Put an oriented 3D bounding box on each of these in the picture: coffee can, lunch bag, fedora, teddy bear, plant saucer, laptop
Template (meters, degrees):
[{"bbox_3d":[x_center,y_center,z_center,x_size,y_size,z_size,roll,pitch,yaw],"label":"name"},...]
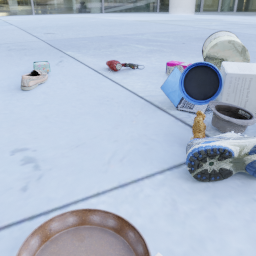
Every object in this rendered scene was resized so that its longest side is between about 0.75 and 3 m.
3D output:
[{"bbox_3d":[4.575,-3.463,13.398,1.955,1.955,2.672,5,27,10],"label":"coffee can"},{"bbox_3d":[-4.390,-3.096,14.238,0.818,0.585,0.960,-9,20,-18],"label":"lunch bag"},{"bbox_3d":[3.067,-0.250,8.520,1.456,0.657,1.288,11,30,-2],"label":"fedora"},{"bbox_3d":[1.904,0.049,7.700,0.384,0.835,1.151,11,71,-4],"label":"teddy bear"},{"bbox_3d":[-0.655,2.074,4.190,2.030,0.350,2.030,4,30,-2],"label":"plant saucer"},{"bbox_3d":[2.201,-1.381,10.078,1.546,0.896,1.448,14,49,28],"label":"laptop"}]

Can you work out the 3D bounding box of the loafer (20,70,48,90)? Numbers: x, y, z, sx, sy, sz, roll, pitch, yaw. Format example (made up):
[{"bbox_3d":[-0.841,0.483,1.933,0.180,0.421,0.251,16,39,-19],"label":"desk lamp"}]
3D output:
[{"bbox_3d":[-4.160,-2.307,12.578,0.747,0.653,2.077,6,28,7],"label":"loafer"}]

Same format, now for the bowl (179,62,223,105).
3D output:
[{"bbox_3d":[2.343,-1.433,9.015,1.383,1.383,0.272,10,19,20],"label":"bowl"}]

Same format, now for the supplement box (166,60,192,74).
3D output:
[{"bbox_3d":[2.529,-2.939,13.895,1.172,0.593,0.606,20,33,34],"label":"supplement box"}]

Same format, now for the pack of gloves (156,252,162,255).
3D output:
[{"bbox_3d":[0.638,2.550,3.503,1.518,0.299,1.275,31,38,24],"label":"pack of gloves"}]

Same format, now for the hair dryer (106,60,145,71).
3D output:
[{"bbox_3d":[-0.282,-3.239,14.809,2.056,0.559,1.566,15,13,17],"label":"hair dryer"}]

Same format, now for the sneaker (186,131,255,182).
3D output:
[{"bbox_3d":[2.735,0.511,6.654,2.857,1.101,1.217,1,21,-1],"label":"sneaker"}]

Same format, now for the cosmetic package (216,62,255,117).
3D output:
[{"bbox_3d":[4.157,-1.369,9.790,1.817,1.521,1.512,5,27,10],"label":"cosmetic package"}]
